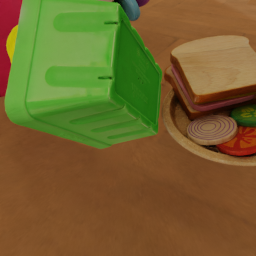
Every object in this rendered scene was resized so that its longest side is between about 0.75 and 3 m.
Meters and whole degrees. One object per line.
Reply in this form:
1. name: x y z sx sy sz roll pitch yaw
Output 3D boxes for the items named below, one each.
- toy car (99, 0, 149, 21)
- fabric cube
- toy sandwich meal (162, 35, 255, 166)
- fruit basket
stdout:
1. toy car: -0.177 -4.123 8.348 1.776 2.073 2.368 -2 73 8
2. fabric cube: -2.835 -2.760 7.044 2.713 2.670 2.722 -16 53 -2
3. toy sandwich meal: 1.960 -0.648 5.148 3.031 1.038 3.031 -6 43 6
4. fruit basket: -0.995 -0.836 4.629 2.893 2.893 2.087 4 79 5
